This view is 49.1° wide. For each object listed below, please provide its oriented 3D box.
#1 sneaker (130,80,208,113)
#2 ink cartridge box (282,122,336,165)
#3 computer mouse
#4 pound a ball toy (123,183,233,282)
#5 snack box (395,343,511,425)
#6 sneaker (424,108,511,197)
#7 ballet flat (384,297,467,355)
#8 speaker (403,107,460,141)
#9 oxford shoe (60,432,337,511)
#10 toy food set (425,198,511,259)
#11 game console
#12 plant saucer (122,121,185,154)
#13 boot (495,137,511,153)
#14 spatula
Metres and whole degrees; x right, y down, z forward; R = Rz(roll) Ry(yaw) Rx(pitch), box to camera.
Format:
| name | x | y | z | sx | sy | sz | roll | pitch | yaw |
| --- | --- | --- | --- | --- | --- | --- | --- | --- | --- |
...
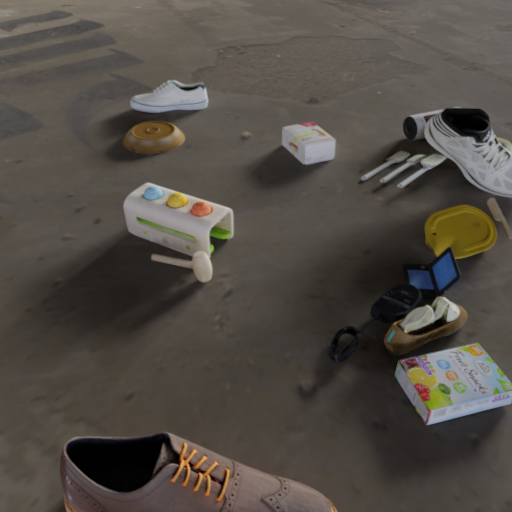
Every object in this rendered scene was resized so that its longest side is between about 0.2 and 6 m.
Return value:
| name | x | y | z | sx | sy | sz | roll | pitch | yaw |
| --- | --- | --- | --- | --- | --- | --- | --- | --- | --- |
| sneaker | -2.670 | -4.936 | 17.112 | 2.365 | 0.837 | 0.864 | -7 | 38 | -9 |
| ink cartridge box | 1.382 | -2.996 | 14.797 | 0.947 | 0.544 | 1.305 | -15 | 40 | -19 |
| computer mouse | 2.048 | 1.179 | 9.537 | 2.224 | 0.379 | 0.652 | -32 | 37 | -26 |
| pound a ball toy | -1.597 | -0.607 | 11.245 | 2.447 | 1.039 | 1.596 | 19 | 41 | 24 |
| snack box | 2.979 | 1.907 | 8.473 | 1.417 | 0.375 | 1.008 | -9 | 38 | -12 |
| sneaker | 5.079 | -2.298 | 12.494 | 2.792 | 1.054 | 1.607 | 36 | 4 | 4 |
| ballet flat | 2.905 | 1.057 | 9.366 | 1.816 | 0.657 | 0.616 | -18 | 41 | -23 |
| speaker | 4.959 | -3.683 | 15.606 | 1.698 | 0.689 | 0.689 | -14 | 39 | -18 |
| oxford shoe | -0.713 | 2.823 | 6.549 | 3.393 | 1.237 | 1.210 | 4 | 37 | 5 |
| toy food set | 4.221 | -0.417 | 11.462 | 1.880 | 0.614 | 1.106 | -15 | 64 | -16 |
| game console | 3.236 | 0.296 | 10.434 | 0.842 | 0.583 | 0.986 | 3 | 37 | 3 |
| plant saucer | -2.840 | -3.341 | 15.460 | 1.709 | 0.303 | 1.709 | 0 | 38 | 0 |
| boot | 5.504 | -2.592 | 14.198 | 1.815 | 0.654 | 1.404 | 16 | 41 | 18 |
| spatula | 3.666 | -2.198 | 13.918 | 1.407 | 0.162 | 2.023 | 22 | 42 | 39 |
